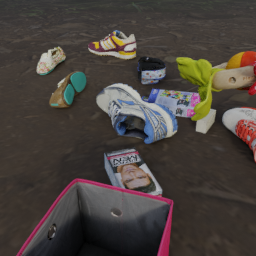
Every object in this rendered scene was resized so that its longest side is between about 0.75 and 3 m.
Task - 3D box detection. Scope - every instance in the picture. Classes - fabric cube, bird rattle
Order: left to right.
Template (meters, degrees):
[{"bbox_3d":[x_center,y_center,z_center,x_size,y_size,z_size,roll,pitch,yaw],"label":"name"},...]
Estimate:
[{"bbox_3d":[-0.311,1.797,3.654,1.496,1.492,1.468,10,33,16],"label":"fabric cube"},{"bbox_3d":[2.230,-1.114,5.356,2.462,1.387,2.007,-13,15,42],"label":"bird rattle"}]

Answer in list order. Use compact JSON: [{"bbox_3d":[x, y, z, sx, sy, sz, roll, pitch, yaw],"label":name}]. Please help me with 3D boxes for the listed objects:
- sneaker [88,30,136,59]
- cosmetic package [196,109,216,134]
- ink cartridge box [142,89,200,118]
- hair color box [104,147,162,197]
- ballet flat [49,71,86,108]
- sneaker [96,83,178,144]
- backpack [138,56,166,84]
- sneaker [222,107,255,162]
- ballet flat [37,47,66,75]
[{"bbox_3d":[-0.823,-4.383,14.324,2.828,1.274,1.060,15,34,24],"label":"sneaker"},{"bbox_3d":[2.266,-0.219,8.124,0.296,0.419,0.810,18,34,28],"label":"cosmetic package"},{"bbox_3d":[1.389,-0.847,9.216,2.070,0.434,1.235,5,31,12],"label":"ink cartridge box"},{"bbox_3d":[0.057,1.048,5.921,0.757,0.463,1.528,-10,33,-17],"label":"hair color box"},{"bbox_3d":[-2.172,-1.349,9.884,0.844,0.791,2.333,-13,31,17],"label":"ballet flat"},{"bbox_3d":[-0.061,-0.415,7.859,2.842,1.095,1.211,26,43,37],"label":"sneaker"},{"bbox_3d":[0.953,-2.241,11.088,1.094,0.885,1.148,-5,41,9],"label":"backpack"},{"bbox_3d":[3.237,0.228,6.943,1.336,0.832,2.492,-24,41,-38],"label":"sneaker"},{"bbox_3d":[-3.561,-3.126,12.730,0.872,0.737,2.306,-2,30,11],"label":"ballet flat"}]
